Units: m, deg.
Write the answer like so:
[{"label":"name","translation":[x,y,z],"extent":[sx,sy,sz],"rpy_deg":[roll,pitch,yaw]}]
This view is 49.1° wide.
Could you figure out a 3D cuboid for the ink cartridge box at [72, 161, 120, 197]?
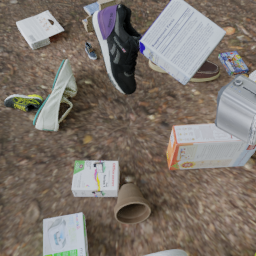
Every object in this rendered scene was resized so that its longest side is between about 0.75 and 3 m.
[{"label":"ink cartridge box","translation":[-0.890,1.443,8.006],"extent":[1.271,0.534,0.920],"rpy_deg":[0,55,0]}]

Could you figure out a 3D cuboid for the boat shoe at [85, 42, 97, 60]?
[{"label":"boat shoe","translation":[-1.509,-3.105,11.258],"extent":[0.285,0.366,0.806],"rpy_deg":[-27,60,-18]}]

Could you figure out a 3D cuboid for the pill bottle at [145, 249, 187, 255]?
[{"label":"pill bottle","translation":[0.862,4.064,5.592],"extent":[1.532,1.532,2.751],"rpy_deg":[-10,55,-7]}]

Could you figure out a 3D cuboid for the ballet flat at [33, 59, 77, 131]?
[{"label":"ballet flat","translation":[-2.281,-1.086,9.639],"extent":[0.999,0.999,2.879],"rpy_deg":[11,60,8]}]

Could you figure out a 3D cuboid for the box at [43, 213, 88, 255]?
[{"label":"box","translation":[-1.550,2.849,7.034],"extent":[1.022,0.560,1.159],"rpy_deg":[-9,55,-4]}]

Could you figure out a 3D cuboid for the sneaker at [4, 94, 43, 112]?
[{"label":"sneaker","translation":[-3.603,-0.830,9.616],"extent":[1.293,0.481,0.547],"rpy_deg":[-7,56,-5]}]

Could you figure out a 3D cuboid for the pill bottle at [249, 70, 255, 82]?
[{"label":"pill bottle","translation":[4.741,-1.217,9.618],"extent":[0.921,0.921,1.612],"rpy_deg":[0,56,0]}]

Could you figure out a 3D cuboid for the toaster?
[{"label":"toaster","translation":[2.352,-0.292,5.642],"extent":[0.830,1.460,0.943],"rpy_deg":[-38,54,-19]}]

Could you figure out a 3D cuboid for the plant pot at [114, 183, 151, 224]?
[{"label":"plant pot","translation":[0.084,1.962,7.512],"extent":[0.952,0.952,0.831],"rpy_deg":[-6,38,-4]}]

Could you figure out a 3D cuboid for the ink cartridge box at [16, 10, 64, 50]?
[{"label":"ink cartridge box","translation":[-3.737,-4.214,12.004],"extent":[1.519,0.386,1.724],"rpy_deg":[-28,60,-17]}]

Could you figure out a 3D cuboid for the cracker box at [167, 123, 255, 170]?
[{"label":"cracker box","translation":[2.364,0.537,8.008],"extent":[2.327,1.559,0.671],"rpy_deg":[-2,56,-2]}]

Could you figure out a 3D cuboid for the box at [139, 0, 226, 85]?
[{"label":"box","translation":[1.351,-2.210,7.229],"extent":[1.606,0.842,1.477],"rpy_deg":[38,90,4]}]

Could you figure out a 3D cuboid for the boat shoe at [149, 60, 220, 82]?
[{"label":"boat shoe","translation":[2.125,-2.496,10.461],"extent":[2.716,0.978,0.980],"rpy_deg":[16,57,11]}]

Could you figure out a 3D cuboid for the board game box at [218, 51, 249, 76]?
[{"label":"board game box","translation":[4.115,-2.548,10.979],"extent":[0.742,0.189,1.096],"rpy_deg":[-10,56,-7]}]

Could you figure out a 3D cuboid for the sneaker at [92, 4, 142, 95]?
[{"label":"sneaker","translation":[-0.074,-2.110,7.838],"extent":[1.099,2.509,0.950],"rpy_deg":[-6,30,29]}]

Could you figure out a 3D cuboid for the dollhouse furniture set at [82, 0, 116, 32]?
[{"label":"dollhouse furniture set","translation":[-1.480,-5.410,12.388],"extent":[1.640,1.134,1.737],"rpy_deg":[-25,58,-16]}]
